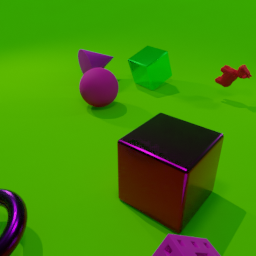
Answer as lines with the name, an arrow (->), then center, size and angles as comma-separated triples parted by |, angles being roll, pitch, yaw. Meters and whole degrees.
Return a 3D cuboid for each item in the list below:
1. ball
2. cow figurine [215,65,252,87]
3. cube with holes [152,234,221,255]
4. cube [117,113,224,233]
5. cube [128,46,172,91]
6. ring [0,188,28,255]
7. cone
ball -> -0.838, -1.172, 8.120 | 1.138, 1.138, 1.138 | 0, 31, 0
cow figurine -> 3.121, -1.513, 8.275 | 0.864, 0.878, 0.482 | 37, 43, 20
cube with holes -> 0.696, 1.793, 3.172 | 0.754, 0.754, 0.754 | 23, 16, -36
cube -> 0.704, 0.688, 4.838 | 1.287, 1.287, 1.287 | 22, 37, 32
cube -> 0.757, -2.044, 9.501 | 0.984, 0.984, 0.984 | -39, 45, -20
ring -> -2.113, 1.475, 4.038 | 1.364, 0.273, 1.364 | -9, 43, 9
cone -> -0.999, -2.360, 9.921 | 1.156, 1.151, 1.151 | -23, 37, -23
